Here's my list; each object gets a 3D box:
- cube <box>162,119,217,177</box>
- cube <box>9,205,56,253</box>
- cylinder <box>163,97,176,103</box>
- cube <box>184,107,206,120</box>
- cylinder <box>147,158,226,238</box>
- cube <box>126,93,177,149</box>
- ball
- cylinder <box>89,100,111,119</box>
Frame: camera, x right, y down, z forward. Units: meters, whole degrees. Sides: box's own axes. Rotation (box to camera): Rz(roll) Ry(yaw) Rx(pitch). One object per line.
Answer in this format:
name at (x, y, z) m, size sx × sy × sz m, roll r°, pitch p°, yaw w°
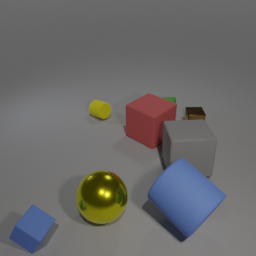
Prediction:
cube at (1.936, 0.652, 9.152) m, size 1.400 × 1.400 × 1.400 m, roll -2°, pitch 27°, yaw -2°
cube at (-2.346, 2.479, 6.899) m, size 0.700 × 0.700 × 0.700 m, roll 34°, pitch 36°, yaw -1°
cylinder at (1.711, -0.988, 12.208) m, size 0.700 × 0.700 × 0.700 m, roll -2°, pitch 31°, yaw 18°
cube at (2.751, -0.408, 11.594) m, size 0.700 × 0.700 × 0.700 m, roll -1°, pitch 33°, yaw -1°
cylinder at (1.450, 1.725, 7.041) m, size 1.400 × 1.400 × 1.400 m, roll -29°, pitch 60°, yaw -37°
cube at (0.873, -0.307, 10.789) m, size 1.400 × 1.400 × 1.400 m, roll 27°, pitch 42°, yaw 35°
ball at (-0.696, 1.833, 7.510) m, size 1.400 × 1.400 × 1.400 m, roll 0°, pitch 33°, yaw 0°
cylinder at (-1.209, -0.812, 12.135) m, size 0.700 × 0.700 × 0.700 m, roll 20°, pitch 37°, yaw 41°
